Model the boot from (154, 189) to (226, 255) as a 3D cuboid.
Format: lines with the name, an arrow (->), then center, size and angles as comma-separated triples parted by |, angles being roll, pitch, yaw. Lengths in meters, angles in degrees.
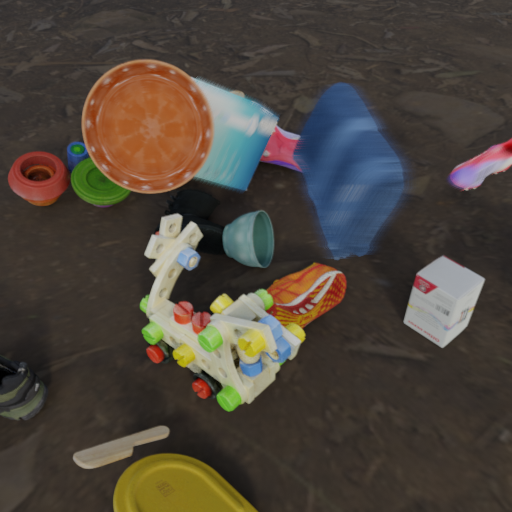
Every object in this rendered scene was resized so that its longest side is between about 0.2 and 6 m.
boot -> -1.155, -0.770, 11.896 | 1.809, 0.669, 1.482 | 8, 39, 13

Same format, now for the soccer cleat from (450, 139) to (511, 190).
soccer cleat -> 4.344, -1.773, 10.657 | 1.723, 0.659, 0.575 | -22, 54, -30

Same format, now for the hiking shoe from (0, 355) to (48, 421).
hiking shoe -> -4.437, 1.762, 8.434 | 2.452, 1.234, 0.928 | 2, 40, 2

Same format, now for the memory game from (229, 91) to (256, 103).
memory game -> -1.669, -3.174, 14.250 | 3.714, 0.237, 3.714 | -10, 47, 11

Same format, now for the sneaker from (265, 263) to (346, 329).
sneaker -> 0.464, 0.895, 9.929 | 2.531, 0.924, 0.976 | -23, 26, -31

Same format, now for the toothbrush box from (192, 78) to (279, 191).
toothbrush box -> -0.942, -2.386, 10.792 | 2.225, 1.629, 0.949 | 10, 26, -36

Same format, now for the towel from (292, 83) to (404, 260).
towel -> 1.311, -1.408, 8.537 | 0.699, 1.608, 2.881 | 12, 37, -17

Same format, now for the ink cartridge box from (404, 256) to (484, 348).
ink cartridge box -> 3.207, 0.790, 9.646 | 0.839, 1.160, 0.843 | -28, 48, -33

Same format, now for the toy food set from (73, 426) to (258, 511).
toy food set -> -1.023, 3.375, 6.987 | 2.640, 0.862, 1.553 | 34, 27, 31

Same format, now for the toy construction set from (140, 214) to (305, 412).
toy construction set -> -0.823, 0.936, 8.605 | 1.593, 2.268, 3.458 | -24, 46, -26

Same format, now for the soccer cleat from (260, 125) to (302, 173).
soccer cleat -> 0.817, -2.625, 13.958 | 3.199, 1.067, 1.223 | 25, 2, 40

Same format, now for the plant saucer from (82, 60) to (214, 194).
plant saucer -> -1.811, -2.167, 9.506 | 2.186, 2.186, 0.353 | -4, 14, -5

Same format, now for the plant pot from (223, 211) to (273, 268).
plant pot -> -0.196, -0.315, 11.081 | 0.754, 1.126, 1.126 | -2, 38, 23

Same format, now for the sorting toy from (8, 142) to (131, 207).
sorting toy -> -4.147, -1.634, 12.769 | 2.679, 1.100, 1.610 | 8, 55, -9
